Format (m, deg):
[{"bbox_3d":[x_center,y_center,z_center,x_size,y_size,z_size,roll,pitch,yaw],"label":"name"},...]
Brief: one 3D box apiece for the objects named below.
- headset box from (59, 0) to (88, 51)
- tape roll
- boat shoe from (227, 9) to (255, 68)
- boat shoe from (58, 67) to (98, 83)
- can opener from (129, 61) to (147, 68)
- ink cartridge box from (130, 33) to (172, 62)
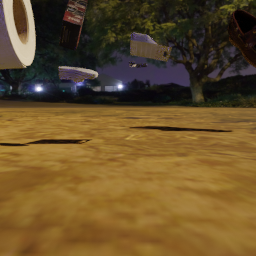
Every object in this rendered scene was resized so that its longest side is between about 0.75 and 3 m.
[{"bbox_3d":[-1.346,-2.585,6.892,0.456,1.182,0.880,14,-30,-12],"label":"headset box"},{"bbox_3d":[-3.631,-3.198,8.316,0.977,2.793,2.793,-3,5,-3],"label":"tape roll"},{"bbox_3d":[3.765,-2.634,8.278,0.962,0.961,2.734,-19,44,-4],"label":"boat shoe"},{"bbox_3d":[-0.918,-0.958,5.166,0.813,0.266,0.299,14,22,25],"label":"boat shoe"},{"bbox_3d":[0.408,-2.663,11.686,0.772,0.258,0.206,-4,38,5],"label":"can opener"},{"bbox_3d":[0.448,-1.618,5.636,0.812,0.232,0.660,7,-10,2],"label":"ink cartridge box"}]
